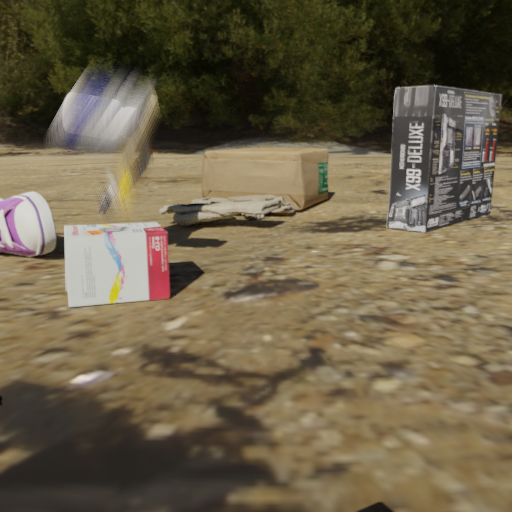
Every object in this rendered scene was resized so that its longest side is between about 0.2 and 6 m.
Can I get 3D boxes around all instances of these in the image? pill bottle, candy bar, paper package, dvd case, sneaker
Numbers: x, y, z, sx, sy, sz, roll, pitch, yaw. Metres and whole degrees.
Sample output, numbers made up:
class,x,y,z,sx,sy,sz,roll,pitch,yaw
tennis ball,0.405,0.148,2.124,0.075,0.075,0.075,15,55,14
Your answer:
class,x,y,z,sx,sy,sz,roll,pitch,yaw
pill bottle,-1.779,-1.590,6.453,0.778,0.466,0.466,10,12,-2
candy bar,-1.920,-1.341,8.908,0.201,0.453,1.816,27,21,-11
paper package,0.379,-2.146,15.274,2.797,1.518,2.934,5,13,20
dvd case,-2.093,-1.598,9.051,0.141,1.769,1.316,24,-15,-16
sneaker,-4.359,-0.335,8.782,2.819,1.022,1.607,2,16,43

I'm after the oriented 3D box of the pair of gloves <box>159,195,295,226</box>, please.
class,x,y,z,sx,sy,sz,roll,pitch,yaw
pair of gloves,-0.564,-1.023,12.591,2.527,0.521,2.971,0,9,16

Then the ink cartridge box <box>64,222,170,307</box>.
class,x,y,z,sx,sy,sz,roll,pitch,yaw
ink cartridge box,-1.729,0.075,6.860,1.185,0.857,0.861,-4,13,-19

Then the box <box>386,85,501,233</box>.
class,x,y,z,sx,sy,sz,roll,pitch,yaw
box,4.210,-2.160,12.293,0.900,2.852,3.616,11,17,41
